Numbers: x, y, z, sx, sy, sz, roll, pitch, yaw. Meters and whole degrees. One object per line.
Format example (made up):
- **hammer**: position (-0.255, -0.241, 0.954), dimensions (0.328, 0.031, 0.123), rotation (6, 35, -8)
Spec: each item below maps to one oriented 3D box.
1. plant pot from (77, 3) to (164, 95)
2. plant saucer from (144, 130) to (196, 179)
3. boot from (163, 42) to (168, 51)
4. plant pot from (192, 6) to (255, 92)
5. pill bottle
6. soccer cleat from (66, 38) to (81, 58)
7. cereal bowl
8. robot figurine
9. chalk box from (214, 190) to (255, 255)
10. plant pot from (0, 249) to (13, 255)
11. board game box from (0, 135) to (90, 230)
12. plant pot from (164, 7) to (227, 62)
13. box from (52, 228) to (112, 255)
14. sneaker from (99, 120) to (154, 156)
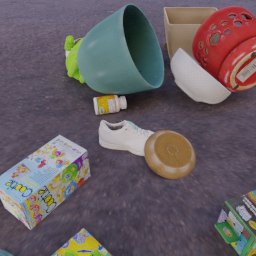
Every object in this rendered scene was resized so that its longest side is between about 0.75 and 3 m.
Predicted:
- **plant pot**: position (-0.383, -2.580, 10.315), dimensions (2.402, 2.993, 2.993), rotation (-14, 31, 30)
- **plant saucer**: position (1.272, 0.688, 8.200), dimensions (1.601, 0.283, 1.601), rotation (6, 58, -9)
- **boot**: position (2.353, -4.536, 14.913), dimensions (1.377, 0.528, 1.069), rotation (-9, 41, -14)
- **plant pot**: position (3.946, -2.736, 10.209), dimensions (2.512, 2.512, 2.288), rotation (-12, 52, -15)
- **pill bottle**: position (-0.656, -0.876, 10.309), dimensions (1.142, 0.634, 0.634), rotation (-8, 40, -9)
- **soccer cleat**: position (-2.140, -4.099, 14.036), dimensions (0.867, 0.971, 2.503), rotation (22, 43, 25)
- **cereal bowl**: position (2.558, -1.793, 10.569), dimensions (2.567, 1.069, 2.567), rotation (36, 20, -16)
- **robot figurine**: position (-1.796, -3.061, 12.332), dimensions (2.257, 1.488, 2.573), rotation (26, 39, -9)
- **chalk box**: position (2.709, 2.159, 6.302), dimensions (1.583, 0.981, 0.988), rotation (-15, 43, -16)
- **plant pot**: position (-2.590, 2.933, 5.040), dimensions (1.654, 1.654, 1.108), rotation (1, 11, 1)
- **board game box**: position (-2.110, 1.317, 7.240), dimensions (1.098, 1.079, 2.095), rotation (26, 45, 28)
- **plant pot**: position (2.928, -4.137, 13.093), dimensions (2.509, 2.224, 2.512), rotation (1, 38, 1)
- **box**: position (-0.916, 3.001, 5.327), dimensions (1.374, 0.871, 1.427), rotation (31, 49, 33)
- **sneaker**: position (0.189, 0.213, 8.673), dimensions (2.275, 1.007, 0.856), rotation (5, 38, 6)
